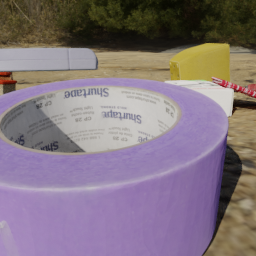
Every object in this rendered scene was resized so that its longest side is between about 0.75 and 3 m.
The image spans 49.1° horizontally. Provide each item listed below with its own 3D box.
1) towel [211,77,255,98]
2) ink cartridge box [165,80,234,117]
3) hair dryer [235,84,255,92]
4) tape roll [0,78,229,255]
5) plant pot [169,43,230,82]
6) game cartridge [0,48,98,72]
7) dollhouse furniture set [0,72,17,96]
[{"bbox_3d":[3.715,-1.037,8.538,2.235,0.251,1.616,21,14,0],"label":"towel"},{"bbox_3d":[2.085,-0.945,8.619,1.422,0.821,1.955,-4,18,-11],"label":"ink cartridge box"},{"bbox_3d":[5.206,-1.617,11.384,1.248,0.445,1.639,-9,20,-28],"label":"hair dryer"},{"bbox_3d":[-0.390,0.348,3.370,2.931,1.245,2.931,-1,23,1],"label":"tape roll"},{"bbox_3d":[2.803,-2.318,11.481,1.960,1.916,1.904,-13,20,-8],"label":"plant pot"},{"bbox_3d":[-2.056,-1.527,6.412,2.717,0.550,1.811,-2,15,-5],"label":"game cartridge"},{"bbox_3d":[-4.902,-1.268,8.478,2.816,1.451,2.786,10,19,30],"label":"dollhouse furniture set"}]
